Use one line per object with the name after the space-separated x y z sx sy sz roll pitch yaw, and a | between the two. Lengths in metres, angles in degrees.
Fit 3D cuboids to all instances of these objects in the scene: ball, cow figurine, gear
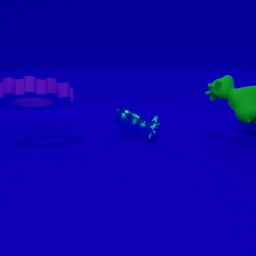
3.738 -0.405 7.992 1.146 1.146 1.146 0 13 0 | ball
2.571 -0.651 6.640 1.302 0.726 1.323 1 54 0 | cow figurine
0.229 -0.125 7.345 1.187 0.652 1.168 24 -6 -24 | cow figurine
-2.178 -0.739 6.446 1.775 0.328 1.775 -4 -8 -1 | gear
